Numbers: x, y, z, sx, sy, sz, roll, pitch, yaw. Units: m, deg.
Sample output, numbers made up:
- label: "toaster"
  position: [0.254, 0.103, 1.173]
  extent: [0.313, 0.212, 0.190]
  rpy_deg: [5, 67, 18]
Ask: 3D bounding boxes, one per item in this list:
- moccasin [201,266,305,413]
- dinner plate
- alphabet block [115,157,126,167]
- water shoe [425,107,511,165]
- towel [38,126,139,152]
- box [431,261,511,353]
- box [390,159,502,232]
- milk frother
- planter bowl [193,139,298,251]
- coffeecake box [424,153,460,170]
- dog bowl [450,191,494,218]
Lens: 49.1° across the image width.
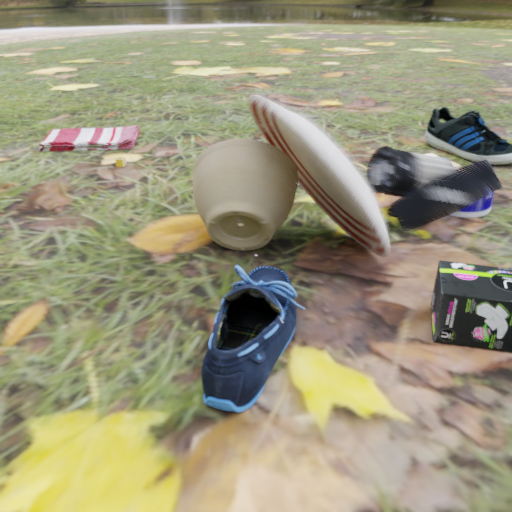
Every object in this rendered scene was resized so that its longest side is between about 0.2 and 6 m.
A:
- label: "moccasin"
  position: [0.043, 0.749, 6.847]
  extent: [1.056, 0.895, 2.625]
  rpy_deg: [4, 29, 7]
- label: "dinner plate"
  position: [1.039, -1.282, 8.704]
  extent: [0.390, 3.220, 3.220]
  rpy_deg: [-43, 35, 0]
- label: "alphabet block"
  position: [-3.223, -2.237, 13.343]
  extent: [0.189, 0.188, 0.192]
  rpy_deg: [4, 29, 11]
- label: "water shoe"
  position: [5.335, -3.016, 13.869]
  extent: [0.967, 1.067, 2.704]
  rpy_deg: [-20, 33, -33]
- label: "towel"
  position: [-4.455, -3.204, 15.108]
  extent: [2.428, 0.276, 1.749]
  rpy_deg: [-3, 27, -6]
- label: "box"
  position: [2.937, 0.646, 7.203]
  extent: [1.241, 0.772, 0.922]
  rpy_deg: [7, 28, 11]
- label: "box"
  position: [2.904, -0.922, 8.587]
  extent: [1.356, 0.957, 0.535]
  rpy_deg: [-20, 78, -32]
- label: "milk frother"
  position: [2.637, -1.332, 10.480]
  extent: [1.353, 1.298, 1.438]
  rpy_deg: [5, 11, -26]
- label: "planter bowl"
  position: [-0.232, -0.862, 9.307]
  extent: [1.812, 1.812, 1.220]
  rpy_deg: [3, 55, 5]
- label: "coffeecake box"
  position: [3.593, -1.831, 12.255]
  extent: [1.291, 0.472, 0.991]
  rpy_deg: [-11, 29, -20]
- label: "dog bowl"
  position: [4.047, -1.171, 11.023]
  extent: [1.135, 0.447, 1.135]
  rpy_deg: [0, 28, 0]
